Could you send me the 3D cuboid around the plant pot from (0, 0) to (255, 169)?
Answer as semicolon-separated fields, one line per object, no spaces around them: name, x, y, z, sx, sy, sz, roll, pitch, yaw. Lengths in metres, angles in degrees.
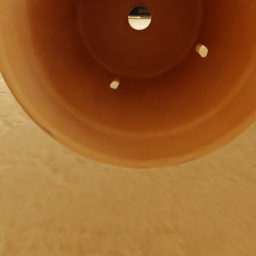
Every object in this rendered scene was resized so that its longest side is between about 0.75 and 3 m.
plant pot;0.150;-1.153;3.130;2.655;2.655;1.858;0;27;-1
